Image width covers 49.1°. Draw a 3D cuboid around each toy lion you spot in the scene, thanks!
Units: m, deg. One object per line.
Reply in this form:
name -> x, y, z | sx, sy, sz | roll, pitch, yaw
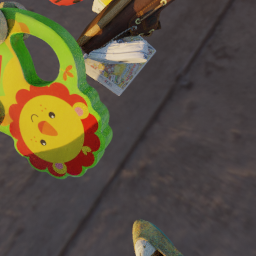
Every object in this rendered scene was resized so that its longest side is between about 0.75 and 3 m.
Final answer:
toy lion -> -1.286, -0.399, 4.312 | 2.300, 0.824, 2.399 | 22, 118, 6

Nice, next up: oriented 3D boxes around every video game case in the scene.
video game case -> -0.211, -1.371, 5.490 | 1.088, 0.137, 1.196 | 32, 106, -31

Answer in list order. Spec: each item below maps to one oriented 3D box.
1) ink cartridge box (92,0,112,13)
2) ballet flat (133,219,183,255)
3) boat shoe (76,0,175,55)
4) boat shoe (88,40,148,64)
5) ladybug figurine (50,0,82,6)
ink cartridge box -> -0.249, -2.916, 6.344 | 0.880, 1.695, 0.503 | 27, 38, 4
ballet flat -> 0.627, 2.357, 4.679 | 0.795, 0.795, 2.250 | -47, 45, -12
boat shoe -> 0.274, -1.927, 4.445 | 2.538, 0.893, 0.892 | -35, 118, 23
boat shoe -> -0.144, -1.127, 4.110 | 0.953, 0.351, 0.311 | 6, 90, 22
ladybug figurine -> -1.096, -2.863, 5.435 | 1.536, 1.042, 0.552 | -17, 69, 38
